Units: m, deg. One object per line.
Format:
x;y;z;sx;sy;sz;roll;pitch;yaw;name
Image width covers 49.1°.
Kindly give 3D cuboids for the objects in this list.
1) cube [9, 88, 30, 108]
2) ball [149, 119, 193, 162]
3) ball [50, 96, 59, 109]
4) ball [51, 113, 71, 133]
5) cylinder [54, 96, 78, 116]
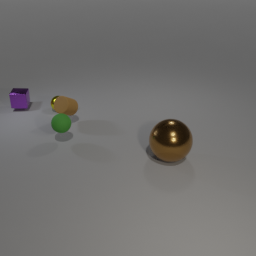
-4.855;-1.340;12.600;0.700;0.700;0.700;0;31;-7;cube
1.378;0.400;9.042;1.400;1.400;1.400;0;29;0;ball
-3.109;-1.100;12.535;0.700;0.700;0.700;0;29;0;ball
-2.369;-0.168;9.944;0.700;0.700;0.700;0;29;0;ball
-2.454;-0.873;11.101;0.700;0.700;0.700;14;1;24;cylinder
